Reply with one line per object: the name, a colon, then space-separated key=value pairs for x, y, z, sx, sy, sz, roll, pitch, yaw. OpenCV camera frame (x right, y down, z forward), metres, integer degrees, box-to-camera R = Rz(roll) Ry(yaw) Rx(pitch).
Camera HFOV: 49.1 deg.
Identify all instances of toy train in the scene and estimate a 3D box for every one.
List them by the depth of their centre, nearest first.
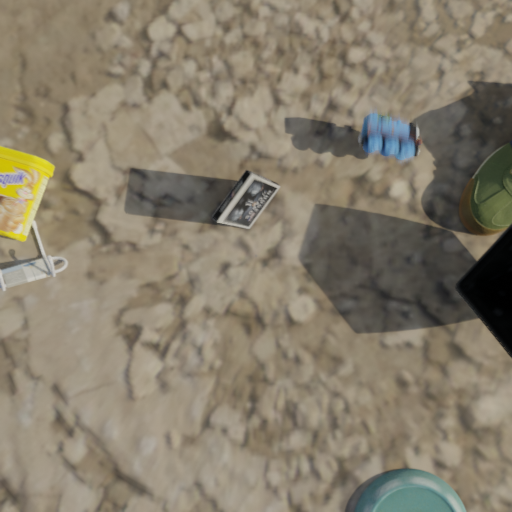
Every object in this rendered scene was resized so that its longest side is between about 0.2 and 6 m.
toy train: x=2.118 y=-1.874 z=8.820 sx=1.006 sy=0.436 sz=0.575 roll=11 pitch=92 yaw=-6

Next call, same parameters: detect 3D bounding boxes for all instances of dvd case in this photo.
dvd case: x=-0.129 y=-0.834 z=8.571 sx=0.145 sy=1.175 sz=0.883 roll=42 pitch=104 yaw=20

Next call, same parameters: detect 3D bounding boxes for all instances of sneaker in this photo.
sneaker: x=4.658 y=-1.699 z=8.657 sx=3.360 sy=1.508 sz=1.127 roll=-39 pitch=82 yaw=-6

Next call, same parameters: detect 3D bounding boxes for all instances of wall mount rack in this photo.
wall mount rack: x=-3.699 y=0.010 z=8.767 sx=1.310 sy=0.488 sz=1.138 roll=-18 pitch=42 yaw=-26

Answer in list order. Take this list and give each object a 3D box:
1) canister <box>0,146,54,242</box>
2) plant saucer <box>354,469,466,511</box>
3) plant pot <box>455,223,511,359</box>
canister: x=-3.942 y=-0.986 z=8.999 sx=0.986 sy=0.574 sz=1.327 roll=16 pitch=82 yaw=9
plant saucer: x=2.323 y=4.108 z=8.309 sx=1.778 sy=0.244 sz=1.778 roll=0 pitch=81 yaw=1
plant pot: x=4.063 y=0.456 z=7.857 sx=1.331 sy=1.497 sz=1.501 roll=-2 pitch=47 yaw=-36
